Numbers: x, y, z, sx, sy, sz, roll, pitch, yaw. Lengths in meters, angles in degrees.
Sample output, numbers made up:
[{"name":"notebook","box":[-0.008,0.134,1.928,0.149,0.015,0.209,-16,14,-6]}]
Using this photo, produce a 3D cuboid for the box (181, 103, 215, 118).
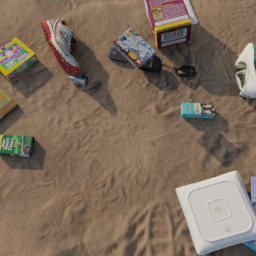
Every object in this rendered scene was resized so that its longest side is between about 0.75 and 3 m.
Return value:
[{"name":"box","box":[2.698,-0.678,10.875,1.226,0.301,0.504,2,66,1]}]

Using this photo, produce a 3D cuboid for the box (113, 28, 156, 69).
[{"name":"box","box":[0.234,-2.922,10.278,0.934,0.272,1.365,-41,80,-17]}]

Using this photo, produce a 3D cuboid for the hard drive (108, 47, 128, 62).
[{"name":"hard drive","box":[-0.385,-3.145,12.055,0.876,0.185,0.591,15,66,7]}]

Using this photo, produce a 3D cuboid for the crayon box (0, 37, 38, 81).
[{"name":"crayon box","box":[-4.844,-2.921,11.811,1.317,0.445,1.526,41,72,15]}]

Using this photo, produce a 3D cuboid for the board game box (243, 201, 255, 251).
[{"name":"board game box","box":[3.853,3.042,9.142,1.710,0.385,1.300,30,69,13]}]

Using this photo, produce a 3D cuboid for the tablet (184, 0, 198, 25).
[{"name":"tablet","box":[2.392,-5.587,13.193,1.321,0.139,2.030,-11,66,-5]}]

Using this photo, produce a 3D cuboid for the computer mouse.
[{"name":"computer mouse","box":[1.527,-2.528,11.717,2.656,0.452,0.779,14,65,-1]}]

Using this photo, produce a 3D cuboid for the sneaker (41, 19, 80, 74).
[{"name":"sneaker","box":[-2.633,-3.564,11.721,1.215,1.151,2.958,-23,68,-11]}]

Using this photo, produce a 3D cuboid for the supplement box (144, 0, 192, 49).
[{"name":"supplement box","box":[1.681,-4.864,12.183,1.546,1.219,2.362,-13,67,3]}]

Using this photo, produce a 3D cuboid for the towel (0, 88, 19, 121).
[{"name":"towel","box":[-5.593,-1.034,11.095,2.124,0.230,1.558,39,72,15]}]

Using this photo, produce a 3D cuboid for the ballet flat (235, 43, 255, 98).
[{"name":"ballet flat","box":[4.807,-2.394,11.417,0.879,0.879,2.532,4,69,2]}]

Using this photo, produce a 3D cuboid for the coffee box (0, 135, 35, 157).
[{"name":"coffee box","box":[-4.125,0.647,10.289,1.230,0.270,0.756,4,66,2]}]

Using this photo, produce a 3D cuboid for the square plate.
[{"name":"square plate","box":[2.960,2.675,9.115,2.241,0.319,2.219,-17,61,2]}]

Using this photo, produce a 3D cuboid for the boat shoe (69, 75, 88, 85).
[{"name":"boat shoe","box":[-2.023,-2.033,11.530,0.770,0.287,0.357,19,59,1]}]

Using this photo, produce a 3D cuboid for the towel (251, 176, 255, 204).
[{"name":"towel","box":[4.982,2.111,9.138,1.755,0.209,1.271,4,36,21]}]
